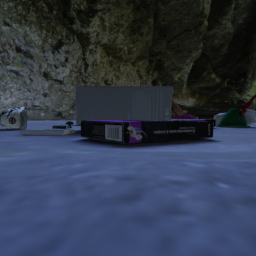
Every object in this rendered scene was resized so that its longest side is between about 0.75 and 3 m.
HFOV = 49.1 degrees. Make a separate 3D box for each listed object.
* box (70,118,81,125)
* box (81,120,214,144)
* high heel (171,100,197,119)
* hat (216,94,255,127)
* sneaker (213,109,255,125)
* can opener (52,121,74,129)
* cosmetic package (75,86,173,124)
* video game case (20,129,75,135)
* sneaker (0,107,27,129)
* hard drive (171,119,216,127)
[{"bbox_3d":[-1.813,-0.359,15.062,2.477,0.401,1.500,1,1,-16],"label":"box"},{"bbox_3d":[0.333,0.024,4.881,1.917,0.346,1.371,-3,4,-34],"label":"box"},{"bbox_3d":[2.255,-0.834,12.891,0.964,1.374,2.858,-2,8,-30],"label":"high heel"},{"bbox_3d":[4.485,-0.790,11.781,1.393,1.481,1.682,4,4,44],"label":"hat"},{"bbox_3d":[4.949,-0.478,12.668,1.955,0.751,1.088,-8,4,30],"label":"sneaker"},{"bbox_3d":[-2.118,-0.069,9.122,0.215,0.272,0.818,3,8,32],"label":"can opener"},{"bbox_3d":[-0.165,-0.689,8.607,2.790,1.258,1.490,3,4,-6],"label":"cosmetic package"},{"bbox_3d":[-1.831,0.086,6.473,0.979,0.108,0.893,1,2,5],"label":"video game case"},{"bbox_3d":[-3.985,-0.371,9.671,0.950,0.795,2.146,2,1,-20],"label":"sneaker"},{"bbox_3d":[2.112,-0.168,10.559,2.030,0.334,1.417,1,2,32],"label":"hard drive"}]
